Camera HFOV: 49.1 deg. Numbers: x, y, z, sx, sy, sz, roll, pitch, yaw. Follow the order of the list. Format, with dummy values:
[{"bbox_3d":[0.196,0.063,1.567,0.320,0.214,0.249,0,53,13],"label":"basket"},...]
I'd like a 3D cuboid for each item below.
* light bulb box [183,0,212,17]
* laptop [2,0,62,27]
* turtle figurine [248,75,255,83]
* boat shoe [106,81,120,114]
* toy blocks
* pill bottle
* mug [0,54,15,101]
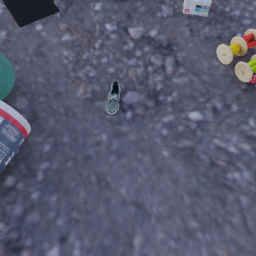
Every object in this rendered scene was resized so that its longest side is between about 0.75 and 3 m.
[{"bbox_3d":[2.543,-4.657,10.189,0.933,0.587,0.941,10,63,5],"label":"light bulb box"},{"bbox_3d":[-2.695,-3.567,7.265,1.945,1.127,1.821,-42,108,-35],"label":"laptop"},{"bbox_3d":[4.431,-0.975,7.881,1.782,1.198,2.380,-6,72,-16],"label":"turtle figurine"},{"bbox_3d":[-0.440,-0.932,8.355,0.394,0.334,1.082,8,62,4],"label":"boat shoe"},{"bbox_3d":[4.052,-2.440,8.964,1.863,0.677,1.553,-30,66,-15],"label":"toy blocks"},{"bbox_3d":[-3.786,0.666,6.784,1.607,1.607,2.687,23,64,12],"label":"pill bottle"},{"bbox_3d":[-4.277,-1.463,8.086,1.920,1.187,1.578,-3,73,11],"label":"mug"}]
